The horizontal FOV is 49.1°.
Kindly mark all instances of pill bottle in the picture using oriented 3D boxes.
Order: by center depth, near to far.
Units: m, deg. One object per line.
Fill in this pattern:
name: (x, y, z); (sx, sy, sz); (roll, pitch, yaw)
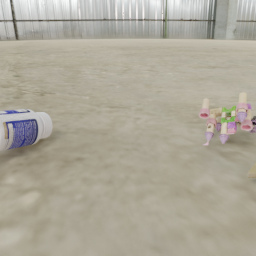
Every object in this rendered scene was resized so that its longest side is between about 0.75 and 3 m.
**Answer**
pill bottle: (-2.637, 0.010, 6.751); (0.913, 0.913, 1.525); (14, 14, 32)

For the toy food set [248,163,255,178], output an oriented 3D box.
toy food set: (3.692, 0.997, 4.656); (1.750, 0.434, 2.754); (-29, 31, -26)

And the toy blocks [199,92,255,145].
toy blocks: (2.519, -0.031, 6.964); (1.200, 1.284, 1.081); (-7, 53, 35)
